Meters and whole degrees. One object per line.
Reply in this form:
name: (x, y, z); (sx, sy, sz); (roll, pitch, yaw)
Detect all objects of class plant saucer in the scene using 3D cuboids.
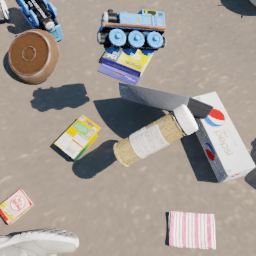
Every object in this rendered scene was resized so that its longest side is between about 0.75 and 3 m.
plant saucer: (-3.207, -2.404, 9.250); (1.889, 0.325, 1.889); (-1, 86, 11)

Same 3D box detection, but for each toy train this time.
toy train: (0.089, -2.146, 6.245); (1.619, 0.702, 0.925); (-2, 82, -18)
toy train: (-3.206, -4.056, 9.907); (1.012, 1.333, 2.334); (-31, 68, -16)

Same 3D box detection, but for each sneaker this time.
sneaker: (-2.494, 3.092, 6.724); (2.765, 1.033, 1.134); (-11, 74, 5)

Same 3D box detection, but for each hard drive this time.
hard drive: (0.976, -0.760, 7.793); (2.358, 1.590, 0.499); (19, 96, 40)

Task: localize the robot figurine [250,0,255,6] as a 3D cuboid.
robot figurine: (5.607, -5.540, 10.512); (2.733, 1.543, 2.318); (-35, 82, -16)

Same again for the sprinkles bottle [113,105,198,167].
sprinkles bottle: (0.597, 0.211, 6.431); (1.941, 0.662, 0.662); (-30, 64, 18)

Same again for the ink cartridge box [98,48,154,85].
ink cartridge box: (-0.073, -2.346, 9.636); (1.481, 0.352, 1.498); (23, 64, 11)

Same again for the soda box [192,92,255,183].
soda box: (2.585, 0.229, 8.104); (0.855, 0.799, 2.509); (-15, 65, -8)

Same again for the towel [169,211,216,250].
towel: (1.666, 2.643, 7.265); (1.212, 0.181, 0.887); (3, 65, 2)

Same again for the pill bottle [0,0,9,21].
pill bottle: (-5.265, -4.270, 10.318); (1.494, 0.793, 0.793); (-12, 64, -6)

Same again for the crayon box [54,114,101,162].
crayon box: (-1.465, 0.295, 8.339); (0.778, 0.319, 1.237); (35, 69, 16)

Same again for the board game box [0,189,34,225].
board game box: (-3.020, 2.112, 7.523); (0.773, 0.179, 0.585); (-41, 70, -18)
